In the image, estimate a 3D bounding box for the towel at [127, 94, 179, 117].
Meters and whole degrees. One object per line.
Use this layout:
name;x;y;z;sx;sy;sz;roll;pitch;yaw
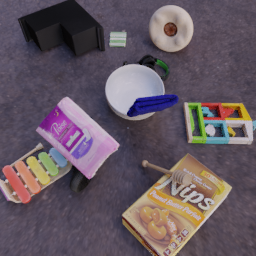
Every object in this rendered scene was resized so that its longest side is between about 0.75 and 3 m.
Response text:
towel;0.719;-0.751;9.027;1.401;1.897;0.470;-13;89;-8

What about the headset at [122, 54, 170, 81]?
headset;0.767;-2.498;12.047;2.059;0.968;1.272;11;50;-11

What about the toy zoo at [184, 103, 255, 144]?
toy zoo;3.522;-0.204;10.513;2.689;0.275;1.764;1;54;0

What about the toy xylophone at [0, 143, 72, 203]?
toy xylophone;-3.076;1.346;9.192;1.760;0.604;2.404;37;62;24

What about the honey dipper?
honey dipper;1.068;1.309;8.598;0.382;0.382;2.013;-40;30;-25

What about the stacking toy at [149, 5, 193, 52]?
stacking toy;2.287;-5.004;13.345;2.016;2.016;2.759;18;39;12

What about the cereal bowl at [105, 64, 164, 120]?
cereal bowl;0.248;-1.265;10.752;2.243;0.934;2.243;0;67;-1

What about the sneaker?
sneaker;-1.596;0.776;9.499;1.444;0.831;2.768;19;55;15

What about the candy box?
candy box;1.458;2.314;8.346;2.962;0.819;1.710;-38;62;-23

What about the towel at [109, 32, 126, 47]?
towel;-0.496;-4.305;13.582;0.809;0.124;1.060;1;53;0

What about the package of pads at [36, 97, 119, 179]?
package of pads;-1.443;0.276;8.234;2.192;0.829;1.321;43;101;3

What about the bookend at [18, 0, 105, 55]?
bookend;-2.980;-4.275;12.821;2.823;1.309;2.841;-31;60;-19
